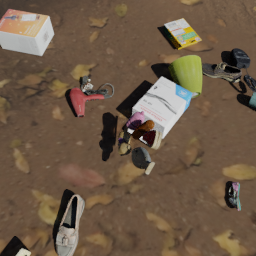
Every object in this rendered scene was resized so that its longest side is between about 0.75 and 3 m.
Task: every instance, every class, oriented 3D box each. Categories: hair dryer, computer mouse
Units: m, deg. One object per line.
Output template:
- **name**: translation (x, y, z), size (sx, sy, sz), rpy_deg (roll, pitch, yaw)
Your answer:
- **hair dryer**: translation (-1.717, -1.376, 12.213), size (1.673, 0.597, 2.197), rpy_deg (22, 63, 11)
- **computer mouse**: translation (5.377, -2.649, 12.942), size (0.828, 0.481, 2.826), rpy_deg (4, 53, -14)

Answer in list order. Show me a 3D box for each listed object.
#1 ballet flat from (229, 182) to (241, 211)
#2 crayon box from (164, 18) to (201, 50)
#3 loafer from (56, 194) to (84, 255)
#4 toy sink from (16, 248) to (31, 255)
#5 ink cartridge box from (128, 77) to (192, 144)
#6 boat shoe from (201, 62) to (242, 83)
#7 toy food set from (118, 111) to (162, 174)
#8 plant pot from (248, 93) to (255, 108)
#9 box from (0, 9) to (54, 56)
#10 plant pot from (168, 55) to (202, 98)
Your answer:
- **ballet flat**: translation (3.847, 2.465, 10.114), size (0.388, 0.377, 1.091), rpy_deg (-2, 52, 21)
- **crayon box**: translation (2.750, -4.707, 14.248), size (1.151, 0.472, 1.831), rpy_deg (-22, 61, -12)
- **loafer**: translation (-1.991, 3.263, 9.425), size (0.751, 0.657, 2.089), rpy_deg (7, 60, 4)
- **toy sink**: translation (-3.294, 4.507, 8.600), size (0.708, 0.824, 1.264), rpy_deg (27, 62, 15)
- **ink cartridge box**: translation (1.258, -0.699, 11.544), size (1.581, 0.910, 2.729), rpy_deg (32, 62, 17)
- **boat shoe**: translation (4.317, -2.720, 12.936), size (1.916, 0.702, 0.714), rpy_deg (15, 61, 9)
- **toy food set**: translation (0.281, 0.287, 9.724), size (0.454, 2.884, 1.833), rpy_deg (24, 90, -26)
- **plant pot**: translation (5.662, -1.131, 12.014), size (0.772, 0.788, 0.788), rpy_deg (22, 62, 22)
- **box**: translation (-5.088, -4.731, 13.856), size (2.197, 1.168, 1.673), rpy_deg (12, 60, 7)
- **plant pot**: translation (2.654, -2.133, 12.322), size (1.452, 1.452, 1.552), rpy_deg (-9, 75, -5)
